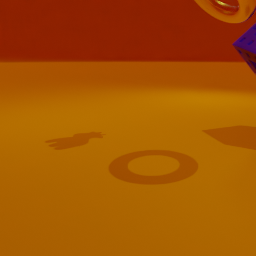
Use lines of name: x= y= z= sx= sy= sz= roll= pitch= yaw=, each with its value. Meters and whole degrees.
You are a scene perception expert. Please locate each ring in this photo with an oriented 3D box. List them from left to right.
ring: x=1.656 y=-2.501 z=5.109 sx=1.514 sy=0.303 sz=1.514 roll=39 pitch=2 yaw=-2

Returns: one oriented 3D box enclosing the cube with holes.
cube with holes: x=3.673 y=-1.921 z=6.795 sx=1.295 sy=1.295 sz=1.295 roll=41 pitch=16 yaw=-22
